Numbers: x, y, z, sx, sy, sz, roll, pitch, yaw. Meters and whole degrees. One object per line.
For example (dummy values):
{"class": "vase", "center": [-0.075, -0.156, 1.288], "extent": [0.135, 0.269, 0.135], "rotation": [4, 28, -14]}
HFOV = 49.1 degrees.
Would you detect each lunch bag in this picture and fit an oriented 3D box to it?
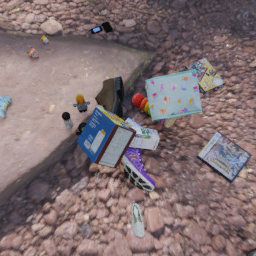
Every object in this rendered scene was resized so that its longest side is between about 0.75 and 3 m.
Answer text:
{"class": "lunch bag", "center": [1.541, -1.090, 9.638], "extent": [1.791, 1.092, 1.525], "rotation": [-9, 92, 13]}

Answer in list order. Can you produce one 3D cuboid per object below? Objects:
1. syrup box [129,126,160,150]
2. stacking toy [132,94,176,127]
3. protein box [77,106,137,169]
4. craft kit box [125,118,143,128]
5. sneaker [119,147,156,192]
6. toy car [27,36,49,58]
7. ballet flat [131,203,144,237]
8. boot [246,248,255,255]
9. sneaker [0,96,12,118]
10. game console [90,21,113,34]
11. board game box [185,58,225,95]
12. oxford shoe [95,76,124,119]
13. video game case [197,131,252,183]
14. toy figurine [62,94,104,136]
{"class": "syrup box", "center": [0.368, 0.342, 10.091], "extent": [1.409, 0.574, 0.555], "rotation": [7, 33, -15]}
{"class": "stacking toy", "center": [1.005, -0.809, 11.211], "extent": [1.932, 0.825, 0.825], "rotation": [31, 67, 22]}
{"class": "protein box", "center": [-0.724, 0.301, 9.175], "extent": [1.409, 0.958, 1.420], "rotation": [40, 104, 48]}
{"class": "craft kit box", "center": [0.091, 0.082, 11.011], "extent": [0.782, 0.190, 0.773], "rotation": [36, 66, 17]}
{"class": "sneaker", "center": [0.234, 1.172, 10.042], "extent": [1.012, 0.978, 2.425], "rotation": [-30, 67, -22]}
{"class": "toy car", "center": [-4.022, -3.692, 12.735], "extent": [0.440, 0.648, 1.321], "rotation": [40, 73, -16]}
{"class": "ballet flat", "center": [0.291, 3.068, 9.367], "extent": [0.404, 0.404, 1.126], "rotation": [-10, 64, -5]}
{"class": "boot", "center": [5.049, 4.291, 8.445], "extent": [2.376, 0.869, 1.789], "rotation": [-15, 63, -4]}
{"class": "sneaker", "center": [-5.005, -0.916, 11.393], "extent": [0.667, 0.406, 1.021], "rotation": [-24, 66, -10]}
{"class": "game console", "center": [-1.294, -4.786, 13.537], "extent": [1.024, 0.123, 0.604], "rotation": [-23, 65, -11]}
{"class": "board game box", "center": [3.321, -2.257, 12.155], "extent": [1.037, 0.265, 1.531], "rotation": [-24, 66, -12]}
{"class": "oxford shoe", "center": [-0.773, -0.886, 11.188], "extent": [1.084, 0.933, 2.567], "rotation": [-4, 56, 10]}
{"class": "video game case", "center": [3.603, 1.048, 10.495], "extent": [1.545, 0.197, 1.396], "rotation": [38, 69, 18]}
{"class": "toy figurine", "center": [-1.724, -0.424, 10.793], "extent": [1.435, 1.014, 1.457], "rotation": [34, 68, 16]}
